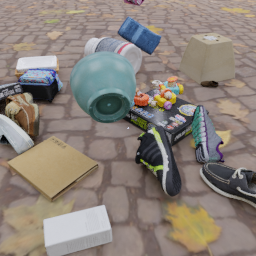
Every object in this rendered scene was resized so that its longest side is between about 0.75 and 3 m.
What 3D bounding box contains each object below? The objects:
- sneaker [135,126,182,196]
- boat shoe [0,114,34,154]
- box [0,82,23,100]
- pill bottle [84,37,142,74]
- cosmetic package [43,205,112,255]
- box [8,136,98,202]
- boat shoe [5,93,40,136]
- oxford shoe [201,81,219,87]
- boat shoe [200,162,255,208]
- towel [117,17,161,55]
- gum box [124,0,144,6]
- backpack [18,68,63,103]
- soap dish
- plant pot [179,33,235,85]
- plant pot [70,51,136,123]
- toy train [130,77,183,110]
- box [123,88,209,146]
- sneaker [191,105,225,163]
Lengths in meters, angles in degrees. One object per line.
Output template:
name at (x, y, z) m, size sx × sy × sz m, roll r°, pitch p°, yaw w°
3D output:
sneaker at (0.858, 1.089, 8.872) m, size 1.204 × 1.042 × 2.907 m, roll -22°, pitch 33°, yaw 12°
boat shoe at (-4.270, 0.224, 9.948) m, size 2.220 × 0.775 × 0.791 m, roll 29°, pitch 59°, yaw 32°
box at (-5.674, -1.492, 12.064) m, size 1.931 × 0.481 × 1.523 m, roll 5°, pitch 25°, yaw 45°
pill bottle at (-0.879, -3.867, 14.947) m, size 2.919 × 1.745 × 1.745 m, roll 27°, pitch 43°, yaw 33°
cosmetic package at (-1.226, 2.529, 6.896) m, size 1.562 × 0.578 × 0.794 m, roll -11°, pitch 36°, yaw -12°
box at (-2.430, 1.195, 9.056) m, size 2.315 × 0.246 × 1.892 m, roll 26°, pitch 43°, yaw 31°
boat shoe at (-4.068, -0.509, 10.673) m, size 1.098 × 1.124 × 2.972 m, roll -4°, pitch 24°, yaw -27°
oxford shoe at (4.009, -2.215, 13.745) m, size 0.862 × 0.364 × 0.313 m, roll 2°, pitch 75°, yaw 9°
boat shoe at (3.425, 1.620, 7.886) m, size 1.092 × 0.892 × 2.957 m, roll -28°, pitch 44°, yaw -34°
towel at (0.405, -3.179, 9.668) m, size 1.424 × 0.345 × 0.795 m, roll 32°, pitch 72°, yaw -4°
gum box at (0.365, -5.016, 10.345) m, size 0.672 × 0.392 × 1.185 m, roll 22°, pitch 62°, yaw 22°
backpack at (-3.936, -2.131, 12.942) m, size 1.691 × 1.246 × 1.852 m, roll 6°, pitch 34°, yaw 9°
soap dish at (-4.664, -3.058, 14.574) m, size 2.117 × 0.860 × 1.665 m, roll -8°, pitch 36°, yaw -10°
plant pot at (4.217, -3.749, 14.617) m, size 2.205 × 1.953 × 2.203 m, roll -13°, pitch 37°, yaw -19°
plant pot at (-0.578, -0.901, 7.372) m, size 1.816 × 1.816 × 1.216 m, roll -7°, pitch 48°, yaw -9°
toy train at (1.150, -1.592, 11.525) m, size 1.978 × 0.732 × 2.633 m, roll 21°, pitch 40°, yaw 26°
box at (1.397, -0.565, 11.225) m, size 2.248 × 0.621 × 2.806 m, roll -28°, pitch 44°, yaw -34°
sneaker at (2.784, 0.213, 9.697) m, size 0.934 × 0.794 × 2.134 m, roll 6°, pitch 65°, yaw -10°
